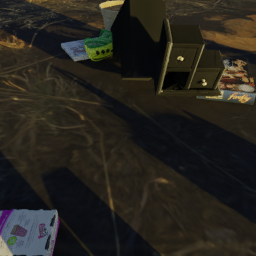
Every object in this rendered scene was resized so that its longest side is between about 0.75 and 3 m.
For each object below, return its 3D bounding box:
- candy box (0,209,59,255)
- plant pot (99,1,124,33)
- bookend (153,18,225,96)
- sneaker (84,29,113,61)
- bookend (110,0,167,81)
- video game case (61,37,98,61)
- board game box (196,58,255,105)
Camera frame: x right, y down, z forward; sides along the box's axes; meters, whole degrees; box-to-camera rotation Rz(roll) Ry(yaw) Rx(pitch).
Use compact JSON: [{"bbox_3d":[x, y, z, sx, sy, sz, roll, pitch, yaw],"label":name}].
[{"bbox_3d":[-1.996,1.931,4.919,1.387,0.423,0.946,0,37,0],"label":"candy box"},{"bbox_3d":[-0.359,-4.678,12.684,1.806,1.653,1.806,0,38,0],"label":"plant pot"},{"bbox_3d":[1.818,-1.834,7.670,2.005,1.992,0.923,0,57,-5],"label":"bookend"},{"bbox_3d":[-0.614,-3.699,11.669,2.719,1.007,1.136,-27,82,-33],"label":"sneaker"},{"bbox_3d":[0.308,-2.817,10.061,1.275,2.769,2.751,-1,-6,-16],"label":"bookend"},{"bbox_3d":[-1.754,-3.500,12.290,1.906,0.226,1.735,-18,41,-22],"label":"video game case"},{"bbox_3d":[3.357,-1.763,9.804,1.763,0.450,2.603,7,37,10],"label":"board game box"}]
